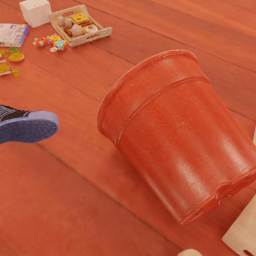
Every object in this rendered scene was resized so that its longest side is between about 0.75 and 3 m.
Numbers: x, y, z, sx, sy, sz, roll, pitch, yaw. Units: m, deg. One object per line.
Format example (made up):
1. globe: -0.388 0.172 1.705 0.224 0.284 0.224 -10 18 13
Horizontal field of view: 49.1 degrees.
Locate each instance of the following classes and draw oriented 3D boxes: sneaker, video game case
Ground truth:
1. sneaker: -2.018 -0.120 4.827 1.821 0.639 0.709 -10 51 11
2. video game case: -4.778 -3.769 11.377 1.171 0.294 1.292 2 50 2

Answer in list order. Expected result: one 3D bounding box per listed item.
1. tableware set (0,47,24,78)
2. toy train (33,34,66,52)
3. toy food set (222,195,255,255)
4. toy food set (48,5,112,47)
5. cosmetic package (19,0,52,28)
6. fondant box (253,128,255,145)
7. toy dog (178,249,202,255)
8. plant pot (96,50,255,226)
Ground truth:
1. tableware set: -4.366 -2.393 10.271 1.150 0.262 1.706 -19 51 -19
2. toy train: -2.979 -3.218 10.895 1.320 0.367 0.992 34 59 29
3. toy food set: 3.140 2.265 6.165 1.351 0.569 1.883 37 50 27
4. toy food set: -2.003 -4.339 11.568 1.752 0.738 2.442 -26 54 -20
5. cosmetic package: -3.926 -5.007 12.072 1.011 0.841 0.846 -32 57 -23
6. fondant box: 4.633 0.556 7.440 2.390 0.696 1.724 19 52 14
7. toy dog: 0.735 3.248 4.753 1.098 1.504 2.281 42 64 11
8. plant pot: 1.272 0.348 6.361 2.999 2.999 2.916 -25 62 -19
